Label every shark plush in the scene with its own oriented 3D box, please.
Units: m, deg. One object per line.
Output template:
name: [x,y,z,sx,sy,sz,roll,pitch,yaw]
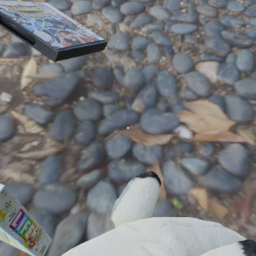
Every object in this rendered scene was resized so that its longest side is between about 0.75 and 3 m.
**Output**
shark plush: [-0.158,1.560,1.830,2.978,1.240,1.353,-31,27,-31]

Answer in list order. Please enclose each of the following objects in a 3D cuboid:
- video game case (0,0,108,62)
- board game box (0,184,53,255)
video game case: [-1.760,-2.267,6.329,1.994,0.281,2.206,35,29,7]
board game box: [-1.996,1.179,3.970,1.379,2.051,0.351,17,55,15]
